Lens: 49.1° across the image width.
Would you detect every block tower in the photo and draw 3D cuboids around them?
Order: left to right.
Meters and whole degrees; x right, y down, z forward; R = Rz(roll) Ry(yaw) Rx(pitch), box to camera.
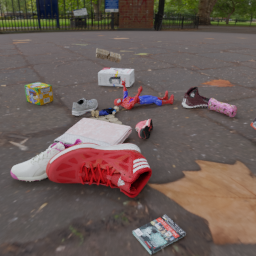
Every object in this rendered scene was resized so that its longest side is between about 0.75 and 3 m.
[{"bbox_3d":[-0.986,-3.559,13.823,1.253,0.362,0.338,12,52,-18],"label":"block tower"}]

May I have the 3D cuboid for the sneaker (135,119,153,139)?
[{"bbox_3d":[0.553,0.078,10.900,0.620,0.527,1.430,-5,17,20],"label":"sneaker"}]

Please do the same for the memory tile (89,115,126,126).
[{"bbox_3d":[-0.911,-0.157,11.686,1.247,0.137,1.626,-12,28,-23],"label":"memory tile"}]

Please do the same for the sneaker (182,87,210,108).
[{"bbox_3d":[3.504,-1.529,13.626,1.746,1.008,0.661,-7,26,-15],"label":"sneaker"}]

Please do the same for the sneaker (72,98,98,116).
[{"bbox_3d":[-1.964,-1.114,13.119,0.616,0.676,1.649,12,27,25],"label":"sneaker"}]

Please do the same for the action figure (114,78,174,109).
[{"bbox_3d":[0.728,-1.731,13.677,2.971,1.470,0.969,-11,26,-17],"label":"action figure"}]

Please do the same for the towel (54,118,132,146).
[{"bbox_3d":[-1.253,0.287,10.285,2.188,0.353,2.089,12,31,23],"label":"towel"}]

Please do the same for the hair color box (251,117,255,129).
[{"bbox_3d":[6.187,-0.287,10.528,2.881,0.921,1.598,-16,50,-34],"label":"hair color box"}]

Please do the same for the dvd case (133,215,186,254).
[{"bbox_3d":[0.693,2.346,6.254,0.966,0.106,0.705,-14,28,-30],"label":"dvd case"}]

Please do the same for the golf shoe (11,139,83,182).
[{"bbox_3d":[-2.306,0.898,8.319,2.291,1.048,0.863,-10,27,-18],"label":"golf shoe"}]

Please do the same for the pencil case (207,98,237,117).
[{"bbox_3d":[4.332,-0.944,12.894,0.594,0.568,1.372,-21,33,-29],"label":"pencil case"}]

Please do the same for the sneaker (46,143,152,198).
[{"bbox_3d":[-0.679,1.177,7.639,2.878,1.128,1.663,-11,26,-20],"label":"sneaker"}]

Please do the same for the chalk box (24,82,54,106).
[{"bbox_3d":[-4.658,-1.804,14.373,1.439,0.892,0.898,17,29,32],"label":"chalk box"}]

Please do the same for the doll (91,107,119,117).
[{"bbox_3d":[-0.937,-0.733,12.691,0.936,0.332,1.372,11,18,44],"label":"doll"}]

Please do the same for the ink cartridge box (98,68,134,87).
[{"bbox_3d":[-0.703,-3.162,17.393,1.999,0.856,1.475,4,24,11],"label":"ink cartridge box"}]
